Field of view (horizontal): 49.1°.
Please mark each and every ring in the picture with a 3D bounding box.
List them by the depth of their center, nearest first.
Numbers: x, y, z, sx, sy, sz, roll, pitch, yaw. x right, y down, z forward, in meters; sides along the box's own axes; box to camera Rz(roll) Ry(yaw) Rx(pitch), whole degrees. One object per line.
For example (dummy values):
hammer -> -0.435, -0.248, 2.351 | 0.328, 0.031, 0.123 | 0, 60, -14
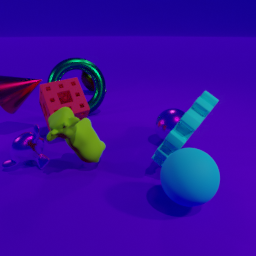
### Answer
ring -> -1.614, -1.283, 8.897 | 1.864, 1.864, 0.373 | -6, 11, -16

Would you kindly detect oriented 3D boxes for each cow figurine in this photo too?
cow figurine -> -0.963, 0.190, 5.374 | 0.696, 1.268, 1.247 | -34, 8, 7

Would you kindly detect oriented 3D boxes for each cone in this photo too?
cone -> -2.708, -1.048, 7.227 | 1.079, 1.075, 1.075 | -20, 19, 5

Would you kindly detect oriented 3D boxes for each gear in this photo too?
gear -> 1.105, 0.043, 5.482 | 0.306, 1.655, 1.655 | 39, 31, 10

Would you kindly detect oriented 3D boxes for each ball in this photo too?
ball -> 0.945, 0.752, 4.312 | 0.888, 0.888, 0.888 | 0, 20, 0
ball -> 1.100, -0.036, 6.849 | 0.894, 0.894, 0.894 | 0, 20, 0

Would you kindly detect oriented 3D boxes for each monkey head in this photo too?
monkey head -> -1.996, 0.486, 5.704 | 0.783, 1.089, 0.656 | 37, -3, 31

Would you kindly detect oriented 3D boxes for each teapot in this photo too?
teapot -> -1.499, -2.154, 11.974 | 0.823, 1.681, 1.045 | -43, 14, -23

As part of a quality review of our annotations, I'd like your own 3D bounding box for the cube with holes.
cube with holes -> -1.630, -0.559, 7.061 | 0.930, 0.930, 0.930 | -17, -16, -24
